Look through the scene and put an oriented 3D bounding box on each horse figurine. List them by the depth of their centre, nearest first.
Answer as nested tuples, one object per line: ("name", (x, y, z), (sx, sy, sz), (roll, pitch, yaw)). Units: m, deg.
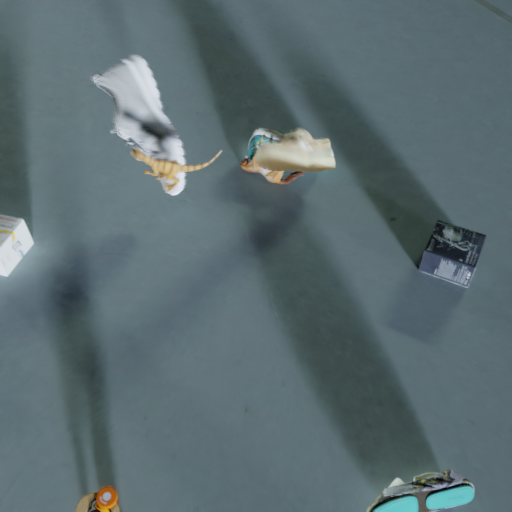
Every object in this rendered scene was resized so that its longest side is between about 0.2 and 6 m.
("horse figurine", (0.352, -2.077, 12.798), (1.461, 0.365, 0.968), (38, 102, 16))

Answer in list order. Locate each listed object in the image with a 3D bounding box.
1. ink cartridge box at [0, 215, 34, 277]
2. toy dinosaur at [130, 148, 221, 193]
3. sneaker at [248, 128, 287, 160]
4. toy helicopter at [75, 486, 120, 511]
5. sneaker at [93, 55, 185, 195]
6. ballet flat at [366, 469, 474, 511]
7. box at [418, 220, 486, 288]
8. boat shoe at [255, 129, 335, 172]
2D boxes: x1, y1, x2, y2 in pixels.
("ink cartridge box", (-5.044, -0.233, 11.054), (0.713, 0.701, 0.969), (12, 49, 11))
("toy dinosaur", (-1.513, -1.606, 10.372), (1.635, 0.868, 0.494), (3, 61, -21))
("sneaker", (0.771, -2.378, 13.165), (1.981, 0.768, 0.789), (13, 72, 13))
("toy helicopter", (-2.098, 3.807, 7.559), (0.794, 0.473, 1.200), (-21, 62, -25))
("sneaker", (-2.381, -2.558, 11.597), (1.196, 1.090, 2.918), (-24, 93, -16))
("ballet flat", (2.246, 3.393, 7.941), (1.613, 0.580, 0.580), (-10, 48, -9))
("box", (3.841, -0.053, 10.965), (0.984, 0.620, 1.001), (19, 50, 19))
("boat shoe", (0.824, -2.220, 11.729), (0.869, 0.783, 2.410), (-4, 2, 41))
